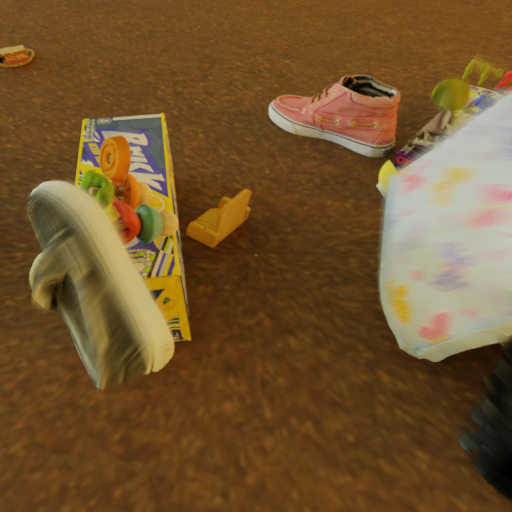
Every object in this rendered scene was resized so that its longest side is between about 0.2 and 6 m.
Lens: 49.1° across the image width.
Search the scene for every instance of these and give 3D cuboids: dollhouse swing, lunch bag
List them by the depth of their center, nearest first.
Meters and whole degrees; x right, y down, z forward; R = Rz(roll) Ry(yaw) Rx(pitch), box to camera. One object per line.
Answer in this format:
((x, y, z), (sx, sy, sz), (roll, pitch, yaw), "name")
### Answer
((2.874, -0.183, 6.911), (1.801, 2.403, 2.834), (28, 53, -18), "lunch bag")
((-0.609, -0.744, 9.023), (0.830, 0.803, 0.913), (26, 49, 26), "dollhouse swing")

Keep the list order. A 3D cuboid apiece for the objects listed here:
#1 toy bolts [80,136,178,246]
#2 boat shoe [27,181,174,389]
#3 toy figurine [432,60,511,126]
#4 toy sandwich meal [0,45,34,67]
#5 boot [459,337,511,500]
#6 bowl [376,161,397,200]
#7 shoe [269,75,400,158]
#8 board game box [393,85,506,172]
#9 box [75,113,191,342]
((-1.451, -0.760, 6.935), (0.868, 1.196, 1.252), (-3, 52, -41), "toy bolts")
((-1.888, 0.192, 5.879), (0.935, 0.950, 2.636), (-20, 58, -37), "boat shoe")
((4.153, -2.335, 9.703), (2.121, 1.119, 1.271), (7, 65, -35), "toy figurine")
((-6.207, -5.149, 14.203), (1.177, 0.403, 1.177), (0, 42, 0), "toy sandwich meal")
((4.067, 1.687, 6.026), (3.211, 1.188, 2.631), (13, 41, 25), "boot")
((2.349, -1.213, 9.715), (0.425, 0.790, 0.790), (-33, 41, 16), "bowl")
((1.517, -3.035, 11.188), (2.840, 1.292, 1.015), (26, 48, 26), "shoe")
((4.463, -2.260, 10.959), (2.148, 0.578, 3.578), (30, 49, 23), "board game box")
((-1.910, -0.591, 8.460), (1.445, 1.326, 4.123), (-6, 42, -7), "box")
